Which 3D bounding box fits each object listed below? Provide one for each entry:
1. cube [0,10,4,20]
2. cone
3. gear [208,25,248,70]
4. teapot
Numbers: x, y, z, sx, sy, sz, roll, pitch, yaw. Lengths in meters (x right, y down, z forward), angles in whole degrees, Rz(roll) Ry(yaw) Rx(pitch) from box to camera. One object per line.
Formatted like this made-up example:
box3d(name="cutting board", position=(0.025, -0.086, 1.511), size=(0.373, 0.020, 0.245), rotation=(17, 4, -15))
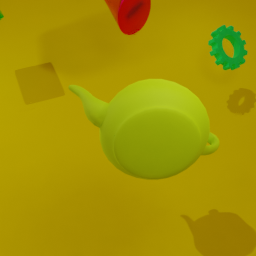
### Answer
box3d(name="cube", position=(-4.076, -3.089, 6.914), size=(1.138, 1.138, 1.138), rotation=(-32, 87, 6))
box3d(name="cone", position=(-0.212, -2.912, 6.652), size=(1.080, 1.076, 1.076), rotation=(35, 63, 30))
box3d(name="gear", position=(2.515, -2.008, 7.020), size=(1.105, 0.204, 1.105), rotation=(4, 82, -25))
box3d(name="teapot", position=(0.235, -0.064, 3.455), size=(2.070, 1.287, 1.014), rotation=(17, 29, -13))
